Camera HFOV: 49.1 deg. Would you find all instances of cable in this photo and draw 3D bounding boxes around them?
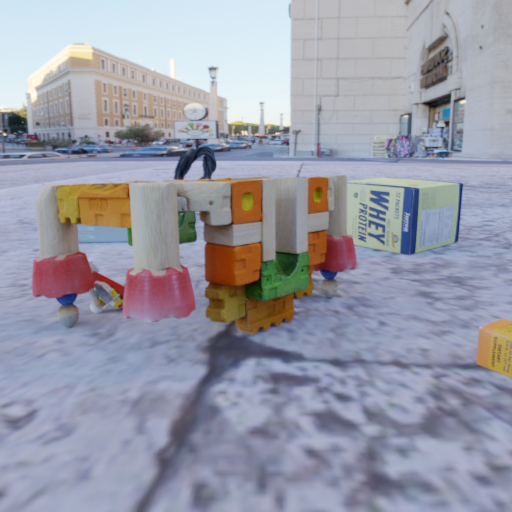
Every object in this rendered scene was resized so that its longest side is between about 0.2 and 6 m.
[{"bbox_3d":[-1.758,-2.218,15.612,1.435,1.759,0.447,14,-13,40],"label":"cable"}]

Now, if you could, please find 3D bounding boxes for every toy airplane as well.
[{"bbox_3d":[-1.797,0.406,6.481,0.726,0.515,0.729,18,-15,22],"label":"toy airplane"}]

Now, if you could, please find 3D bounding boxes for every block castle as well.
[{"bbox_3d":[-0.523,-0.085,6.392,2.269,1.593,3.395,6,11,40],"label":"block castle"}]

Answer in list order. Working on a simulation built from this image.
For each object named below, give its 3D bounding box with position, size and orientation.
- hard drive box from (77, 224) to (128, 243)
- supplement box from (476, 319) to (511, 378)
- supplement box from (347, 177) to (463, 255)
[{"bbox_3d":[-2.825,-0.740,11.214,1.853,0.711,1.444,-1,12,-5],"label":"hard drive box"},{"bbox_3d":[2.448,0.876,4.619,0.405,0.392,1.178,-9,15,-35],"label":"supplement box"},{"bbox_3d":[2.651,-0.816,10.533,1.716,1.153,1.718,-11,17,-42],"label":"supplement box"}]
